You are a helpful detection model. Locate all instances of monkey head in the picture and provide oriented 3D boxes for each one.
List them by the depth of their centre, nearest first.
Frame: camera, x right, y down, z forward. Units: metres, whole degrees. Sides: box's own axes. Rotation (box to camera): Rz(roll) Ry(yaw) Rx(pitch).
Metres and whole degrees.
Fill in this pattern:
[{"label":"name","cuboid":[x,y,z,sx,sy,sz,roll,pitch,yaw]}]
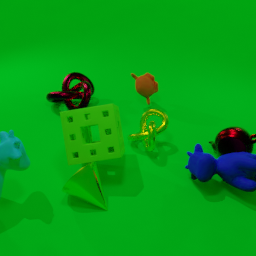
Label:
[{"label":"monkey head","cuboid":[0.575,-1.413,9.634,0.733,1.217,0.876,-31,2,-14]}]

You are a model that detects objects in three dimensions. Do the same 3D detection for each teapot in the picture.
[{"label":"teapot","cuboid":[2.777,0.372,7.406,1.554,0.966,0.761,-15,18,41]}]

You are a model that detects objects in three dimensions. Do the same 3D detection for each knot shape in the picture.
[{"label":"knot shape","cuboid":[0.571,0.125,7.654,0.588,1.272,1.190,38,20,-24]},{"label":"knot shape","cuboid":[-1.820,-1.173,9.678,1.775,0.820,1.661,-34,45,-21]}]

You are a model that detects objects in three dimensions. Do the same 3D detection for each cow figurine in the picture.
[{"label":"cow figurine","cuboid":[-2.895,0.852,5.687,1.672,1.645,0.918,-5,37,-45]},{"label":"cow figurine","cuboid":[2.311,0.902,6.606,1.665,0.914,1.638,-4,13,-45]}]

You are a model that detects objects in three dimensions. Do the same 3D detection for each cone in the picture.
[{"label":"cone","cuboid":[-0.767,1.444,6.196,0.981,0.977,0.977,46,50,14]}]

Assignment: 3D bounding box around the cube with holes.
[{"label":"cube with holes","cuboid":[-0.799,0.138,6.825,1.214,1.214,1.214,-9,1,4]}]
